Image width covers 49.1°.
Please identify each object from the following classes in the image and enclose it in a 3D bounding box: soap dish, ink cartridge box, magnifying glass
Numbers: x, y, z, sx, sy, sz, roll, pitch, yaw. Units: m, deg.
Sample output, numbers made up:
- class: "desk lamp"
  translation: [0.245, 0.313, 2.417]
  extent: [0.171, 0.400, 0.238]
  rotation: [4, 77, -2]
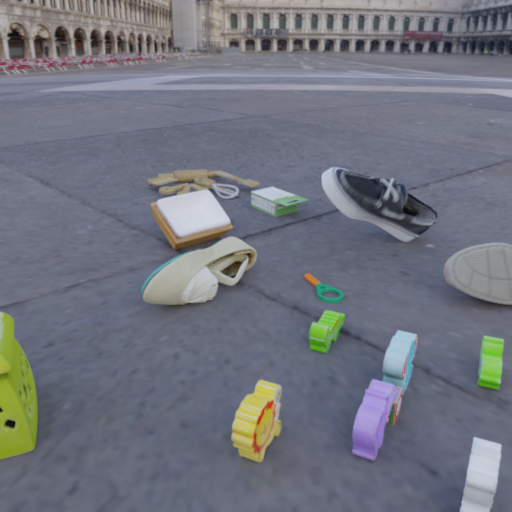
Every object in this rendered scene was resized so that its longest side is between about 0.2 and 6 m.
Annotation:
- class: "soap dish"
  translation: [-1.311, -0.726, 11.238]
  extent: [1.366, 0.555, 1.074]
  rotation: [-18, 62, -36]
- class: "ink cartridge box"
  translation: [0.532, -1.226, 13.075]
  extent: [0.691, 0.395, 1.331]
  rotation: [-17, 28, -34]
- class: "magnifying glass"
  translation: [1.086, 0.538, 9.323]
  extent: [0.401, 0.113, 1.007]
  rotation: [-10, 27, -21]

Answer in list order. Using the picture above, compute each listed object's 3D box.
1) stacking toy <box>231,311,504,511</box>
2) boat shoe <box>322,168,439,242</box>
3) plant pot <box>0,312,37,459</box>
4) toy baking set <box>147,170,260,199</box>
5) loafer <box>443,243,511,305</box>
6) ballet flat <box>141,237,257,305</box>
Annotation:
- class: "stacking toy"
  translation: [1.484, 1.447, 6.357]
  extent: [2.411, 0.751, 3.198]
  rotation: [10, 24, 23]
- class: "boat shoe"
  translation: [2.421, -1.071, 10.587]
  extent: [2.675, 0.907, 0.960]
  rotation: [25, 50, -30]
- class: "plant pot"
  translation: [-3.120, 1.365, 5.968]
  extent: [1.315, 1.193, 1.308]
  rotation: [-9, 25, -18]
- class: "toy baking set"
  translation: [-1.421, -1.851, 14.740]
  extent: [2.795, 0.325, 2.145]
  rotation: [-6, 27, -14]
- class: "loafer"
  translation: [4.273, 0.305, 9.059]
  extent: [2.685, 0.965, 0.844]
  rotation: [-1, -7, -5]
- class: "ballet flat"
  translation: [-0.786, 0.288, 9.129]
  extent: [0.859, 0.859, 2.472]
  rotation: [13, 25, 28]
